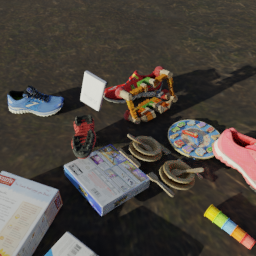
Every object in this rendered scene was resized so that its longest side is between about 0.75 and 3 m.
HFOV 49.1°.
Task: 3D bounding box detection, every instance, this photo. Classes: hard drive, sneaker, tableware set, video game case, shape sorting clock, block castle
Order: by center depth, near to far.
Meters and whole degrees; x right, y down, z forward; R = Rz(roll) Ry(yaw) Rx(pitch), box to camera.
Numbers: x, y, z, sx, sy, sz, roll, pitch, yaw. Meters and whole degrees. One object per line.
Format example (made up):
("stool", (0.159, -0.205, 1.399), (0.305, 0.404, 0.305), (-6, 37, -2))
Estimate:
("video game case", (-0.667, 1.516, 8.746), (1.846, 0.463, 2.036), (-24, 46, -34))
("sneaker", (4.014, 1.065, 8.798), (2.860, 1.240, 1.054), (38, 55, 24))
("tableware set", (1.124, 0.979, 9.145), (1.727, 0.524, 2.613), (-17, 44, -42))
("sneaker", (-1.445, 0.462, 9.529), (0.780, 1.079, 2.208), (-7, 32, -4))
("shape sorting clock", (2.466, 0.345, 10.247), (2.015, 0.395, 2.015), (0, 44, 0))
("hard drive", (-1.323, -1.375, 10.541), (0.904, 1.370, 0.174), (32, 46, 12))
("block castle", (0.732, -1.285, 10.959), (2.261, 1.511, 1.061), (-31, 33, -17))
("sneaker", (-3.745, -1.122, 11.306), (2.356, 1.050, 0.925), (1, 44, 0))
("sneaker", (0.175, -1.876, 12.000), (2.694, 1.144, 1.037), (-15, 43, -15))

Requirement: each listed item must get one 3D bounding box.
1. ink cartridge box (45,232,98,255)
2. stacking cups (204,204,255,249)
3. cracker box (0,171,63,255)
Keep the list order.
("ink cartridge box", (-1.068, 3.622, 6.617), (2.079, 0.693, 1.204), (28, 50, 26))
("stacking cups", (2.827, 2.714, 7.751), (1.424, 0.431, 0.431), (34, 53, 30))
("cracker box", (-3.348, 2.715, 7.454), (1.957, 0.843, 2.922), (15, 47, 15))
